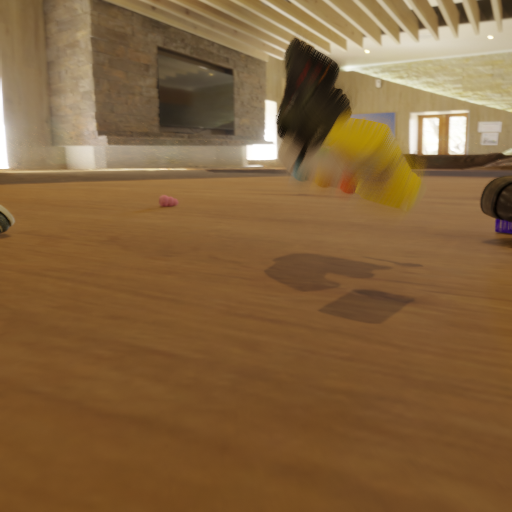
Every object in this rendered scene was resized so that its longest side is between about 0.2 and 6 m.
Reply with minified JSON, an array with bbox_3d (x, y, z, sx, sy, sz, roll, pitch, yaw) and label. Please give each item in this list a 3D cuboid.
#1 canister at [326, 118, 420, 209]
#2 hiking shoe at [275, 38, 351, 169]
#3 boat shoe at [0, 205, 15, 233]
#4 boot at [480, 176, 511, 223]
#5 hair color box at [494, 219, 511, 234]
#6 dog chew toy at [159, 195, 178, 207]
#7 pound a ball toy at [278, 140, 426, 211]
[{"bbox_3d":[1.274,-1.010,6.099,0.755,0.440,1.016,24,-13,42],"label":"canister"},{"bbox_3d":[0.593,-2.196,7.825,0.843,1.121,2.226,24,37,-21],"label":"hiking shoe"},{"bbox_3d":[-5.972,-0.653,10.369,2.963,1.079,0.915,8,55,7],"label":"boat shoe"},{"bbox_3d":[5.514,-0.688,9.145,2.986,1.034,2.599,-14,26,-16],"label":"boot"},{"bbox_3d":[5.214,-0.586,10.622,1.134,0.367,0.620,8,12,42],"label":"hair color box"},{"bbox_3d":[-2.451,-1.523,15.707,0.535,0.333,0.333,5,9,-15],"label":"dog chew toy"},{"bbox_3d":[1.339,-1.181,8.176,1.893,0.804,1.235,24,-14,45],"label":"pound a ball toy"}]
